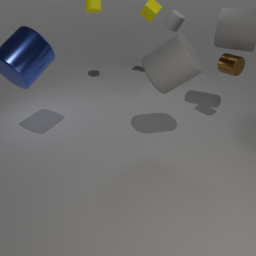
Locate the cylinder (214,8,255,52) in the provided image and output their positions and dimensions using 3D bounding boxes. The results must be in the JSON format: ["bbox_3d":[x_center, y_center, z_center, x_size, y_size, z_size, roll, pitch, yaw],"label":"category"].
[{"bbox_3d":[4.037,-3.590,10.256,1.400,1.400,1.400,15,34,21],"label":"cylinder"}]

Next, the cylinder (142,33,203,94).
[{"bbox_3d":[1.395,-2.009,8.819,1.400,1.400,1.400,-30,21,26],"label":"cylinder"}]

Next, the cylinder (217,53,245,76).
[{"bbox_3d":[3.768,-2.318,10.238,0.700,0.700,0.700,-21,36,-31],"label":"cylinder"}]

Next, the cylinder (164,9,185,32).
[{"bbox_3d":[2.138,-4.911,12.805,0.700,0.700,0.700,22,39,-19],"label":"cylinder"}]

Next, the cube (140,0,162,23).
[{"bbox_3d":[1.126,-5.819,13.849,0.700,0.700,0.700,37,60,-8],"label":"cube"}]

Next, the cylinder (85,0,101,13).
[{"bbox_3d":[-1.588,-5.683,12.740,0.700,0.700,0.700,-2,9,0],"label":"cylinder"}]

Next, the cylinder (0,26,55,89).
[{"bbox_3d":[-3.274,-2.190,8.798,1.400,1.400,1.400,21,66,30],"label":"cylinder"}]
